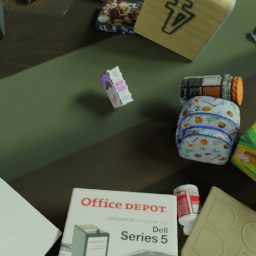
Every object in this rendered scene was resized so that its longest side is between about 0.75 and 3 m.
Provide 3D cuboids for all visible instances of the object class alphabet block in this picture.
[{"bbox_3d":[1.907,-4.115,9.138,2.407,2.364,2.351,27,55,-3],"label":"alphabet block"}]

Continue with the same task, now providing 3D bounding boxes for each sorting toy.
[{"bbox_3d":[2.469,2.570,5.792,2.439,0.327,1.817,32,60,7],"label":"sorting toy"}]

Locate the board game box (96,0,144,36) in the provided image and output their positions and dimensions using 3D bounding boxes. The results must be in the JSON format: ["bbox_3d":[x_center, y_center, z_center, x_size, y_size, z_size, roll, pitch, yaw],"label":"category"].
[{"bbox_3d":[0.151,-4.249,10.773,2.460,0.426,1.666,7,54,5],"label":"board game box"}]

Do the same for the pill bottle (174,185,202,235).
[{"bbox_3d":[1.380,1.835,6.291,0.561,0.561,0.999,-4,55,-3],"label":"pill bottle"}]

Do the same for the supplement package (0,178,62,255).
[{"bbox_3d":[-2.712,2.258,5.145,1.720,1.224,2.208,46,60,-9],"label":"supplement package"}]

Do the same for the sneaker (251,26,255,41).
[{"bbox_3d":[4.815,-3.334,10.127,0.364,0.410,0.971,-13,56,-10],"label":"sneaker"}]

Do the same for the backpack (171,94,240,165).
[{"bbox_3d":[1.929,0.030,6.862,1.723,1.641,1.327,6,47,9],"label":"backpack"}]

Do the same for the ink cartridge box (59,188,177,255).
[{"bbox_3d":[-0.203,2.744,5.200,2.143,1.237,2.945,4,54,3],"label":"ink cartridge box"}]

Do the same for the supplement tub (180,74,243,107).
[{"bbox_3d":[2.183,-0.939,7.360,1.459,0.894,0.894,3,50,32],"label":"supplement tub"}]

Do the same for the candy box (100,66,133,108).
[{"bbox_3d":[-0.339,-1.127,7.981,0.371,0.870,1.037,-27,96,-18],"label":"candy box"}]

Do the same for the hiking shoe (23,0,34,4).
[{"bbox_3d":[-4.377,-5.785,11.900,0.623,0.535,1.438,-30,69,-29],"label":"hiking shoe"}]

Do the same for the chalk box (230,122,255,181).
[{"bbox_3d":[3.868,0.786,6.205,1.557,1.568,2.512,-41,62,-13],"label":"chalk box"}]

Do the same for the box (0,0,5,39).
[{"bbox_3d":[-5.637,-4.258,10.468,1.685,0.942,2.388,-15,55,-7],"label":"box"}]
